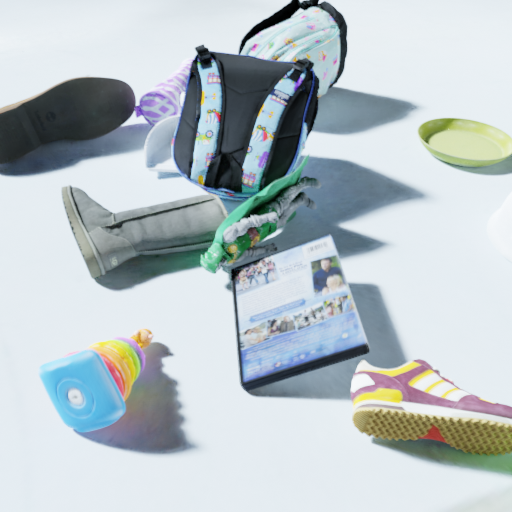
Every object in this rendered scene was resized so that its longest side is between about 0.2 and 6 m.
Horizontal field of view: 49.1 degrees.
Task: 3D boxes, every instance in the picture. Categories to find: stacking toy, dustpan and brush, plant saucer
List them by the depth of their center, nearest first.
[{"bbox_3d":[-1.667,1.270,6.618,0.915,0.865,1.577,-20,10,24],"label":"stacking toy"},{"bbox_3d":[-1.444,-2.659,11.719,1.745,0.715,2.500,0,37,-10],"label":"dustpan and brush"},{"bbox_3d":[4.366,-2.364,11.777,1.993,0.310,1.993,2,37,-1],"label":"plant saucer"}]

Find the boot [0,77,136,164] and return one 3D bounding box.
[{"bbox_3d":[-4.404,-3.090,12.104,3.643,1.341,1.375,-26,33,-28],"label":"boot"}]

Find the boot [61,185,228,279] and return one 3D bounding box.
[{"bbox_3d":[-1.785,-0.661,9.075,2.336,0.848,2.124,-22,56,-17],"label":"boot"}]

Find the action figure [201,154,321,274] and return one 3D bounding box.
[{"bbox_3d":[0.054,-0.461,8.690,0.653,1.411,2.388,37,58,25],"label":"action figure"}]

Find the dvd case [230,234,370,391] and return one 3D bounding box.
[{"bbox_3d":[0.463,0.654,7.374,1.583,0.195,2.219,-20,37,9],"label":"dvd case"}]

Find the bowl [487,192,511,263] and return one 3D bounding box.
[{"bbox_3d":[5.081,-0.653,8.837,2.514,1.130,2.514,0,36,0],"label":"bowl"}]

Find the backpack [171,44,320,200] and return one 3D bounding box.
[{"bbox_3d":[-0.217,-2.169,10.246,2.476,1.824,2.712,9,72,6],"label":"backpack"}]

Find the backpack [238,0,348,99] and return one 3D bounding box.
[{"bbox_3d":[0.866,-4.624,13.366,2.816,2.350,1.782,-33,51,-28],"label":"backpack"}]

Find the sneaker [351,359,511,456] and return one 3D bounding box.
[{"bbox_3d":[2.034,1.555,6.116,1.962,0.735,0.884,9,44,4],"label":"sneaker"}]

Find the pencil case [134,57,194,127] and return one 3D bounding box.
[{"bbox_3d":[-1.860,-3.899,13.270,1.048,1.029,2.452,12,38,13],"label":"pencil case"}]
